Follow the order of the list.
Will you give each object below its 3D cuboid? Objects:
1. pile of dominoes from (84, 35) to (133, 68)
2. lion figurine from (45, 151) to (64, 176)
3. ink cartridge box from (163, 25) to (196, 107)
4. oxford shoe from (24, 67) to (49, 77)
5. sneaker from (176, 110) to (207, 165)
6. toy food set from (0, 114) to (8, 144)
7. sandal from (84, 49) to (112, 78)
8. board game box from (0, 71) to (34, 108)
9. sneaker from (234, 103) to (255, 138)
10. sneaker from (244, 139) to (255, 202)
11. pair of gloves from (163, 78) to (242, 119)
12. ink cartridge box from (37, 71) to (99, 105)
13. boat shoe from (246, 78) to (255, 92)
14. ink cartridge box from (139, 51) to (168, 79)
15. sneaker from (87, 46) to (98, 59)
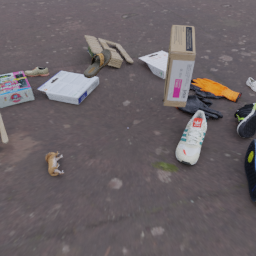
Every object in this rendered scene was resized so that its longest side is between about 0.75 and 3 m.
[{"bbox_3d":[-1.079,-3.858,14.130,2.175,0.444,2.790,9,30,-26],"label":"pile of dominoes"},{"bbox_3d":[-2.148,1.049,8.047,0.599,0.354,0.978,-29,42,17],"label":"lion figurine"},{"bbox_3d":[1.574,-1.898,8.710,0.744,1.981,1.632,6,47,4],"label":"ink cartridge box"},{"bbox_3d":[-4.160,-2.590,12.709,1.104,0.408,0.391,-4,38,-5],"label":"oxford shoe"},{"bbox_3d":[1.987,0.216,8.631,0.722,0.958,2.050,15,40,18],"label":"sneaker"},{"bbox_3d":[-4.939,0.533,8.474,2.607,0.852,1.534,-25,68,-26],"label":"toy food set"},{"bbox_3d":[-1.052,-2.259,9.514,0.573,0.383,1.402,23,62,32],"label":"sandal"},{"bbox_3d":[-4.668,-1.608,11.322,1.314,0.572,1.781,-18,42,-21],"label":"board game box"},{"bbox_3d":[4.057,-0.279,9.697,0.818,0.708,1.974,4,30,43],"label":"sneaker"},{"bbox_3d":[3.756,1.206,7.619,0.866,0.728,2.209,13,40,4],"label":"sneaker"},{"bbox_3d":[2.961,-1.243,11.047,2.377,0.330,2.668,26,46,29],"label":"pair of gloves"},{"bbox_3d":[-2.429,-1.708,11.587,1.874,0.381,1.871,14,40,17],"label":"ink cartridge box"},{"bbox_3d":[5.349,-1.811,11.758,0.348,0.341,0.983,-13,40,-16],"label":"boat shoe"},{"bbox_3d":[1.664,-3.033,13.302,1.566,0.487,1.946,-23,39,-27],"label":"ink cartridge box"},{"bbox_3d":[-1.569,-3.669,14.093,1.239,0.556,0.415,47,40,7],"label":"sneaker"}]
